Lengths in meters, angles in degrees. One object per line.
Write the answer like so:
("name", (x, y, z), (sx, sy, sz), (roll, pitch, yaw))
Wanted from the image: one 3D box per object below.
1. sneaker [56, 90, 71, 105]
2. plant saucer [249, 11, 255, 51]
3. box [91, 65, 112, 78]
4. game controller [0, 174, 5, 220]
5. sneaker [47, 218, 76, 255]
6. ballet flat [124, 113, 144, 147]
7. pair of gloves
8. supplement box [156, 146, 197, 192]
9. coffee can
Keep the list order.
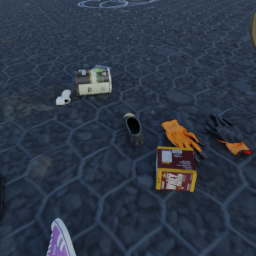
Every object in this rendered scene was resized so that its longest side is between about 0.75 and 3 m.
("sneaker", (-2.580, -1.239, 11.721), (0.478, 0.375, 0.963), (16, 47, 11))
("plant saucer", (4.231, -2.969, 8.626), (1.591, 1.591, 0.234), (-23, 17, -29))
("box", (-1.325, -2.547, 13.356), (0.909, 0.565, 0.916), (13, 37, 18))
("game controller", (-3.752, 1.835, 7.328), (0.930, 0.375, 1.783), (2, 32, -23))
("sneaker", (-1.592, 2.669, 5.853), (0.933, 0.593, 1.637), (-17, 38, -18))
("ballet flat", (0.235, -0.049, 9.806), (0.599, 0.512, 1.803), (-7, 35, -10))
("pair of gloves", (2.621, 0.246, 9.562), (2.632, 0.325, 2.345), (-8, 35, -12))
("supplement box", (1.327, 1.143, 7.921), (1.040, 0.700, 1.054), (3, 35, 4))
("coffee can", (-1.529, -2.005, 12.116), (1.488, 1.089, 1.089), (-7, 35, -10))
